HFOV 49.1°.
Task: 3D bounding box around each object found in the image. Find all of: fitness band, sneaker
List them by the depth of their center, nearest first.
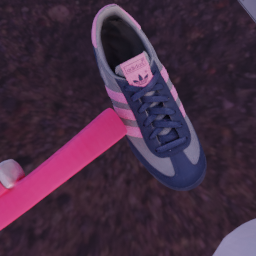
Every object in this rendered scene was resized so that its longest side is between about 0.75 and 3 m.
[{"bbox_3d":[-1.166,0.643,3.472,2.673,1.920,0.500,-36,90,26],"label":"fitness band"},{"bbox_3d":[0.189,-0.354,3.474,0.878,1.027,2.503,-30,78,-1],"label":"sneaker"}]

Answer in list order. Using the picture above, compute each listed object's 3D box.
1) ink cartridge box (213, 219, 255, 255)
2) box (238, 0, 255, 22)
[{"bbox_3d":[2.120,1.278,2.475,2.873,2.300,0.679,-45,118,-25],"label":"ink cartridge box"},{"bbox_3d":[2.851,-3.356,4.959,0.862,2.868,1.673,-17,58,-1],"label":"box"}]
